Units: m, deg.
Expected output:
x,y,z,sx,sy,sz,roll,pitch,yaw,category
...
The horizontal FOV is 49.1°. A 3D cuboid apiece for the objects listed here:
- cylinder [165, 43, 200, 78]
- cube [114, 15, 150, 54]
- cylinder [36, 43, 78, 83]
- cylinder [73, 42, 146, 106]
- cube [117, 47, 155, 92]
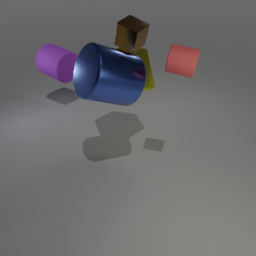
x,y,z,sx,sy,sz,roll,pitch,yaw,category
1.349,-1.667,6.938,0.700,0.700,0.700,16,34,9,cylinder
0.103,-2.686,8.018,0.700,0.700,0.700,29,49,14,cube
-3.111,-2.896,12.500,1.400,1.400,1.400,27,40,26,cylinder
-0.490,-1.347,7.253,1.400,1.400,1.400,6,24,-36,cylinder
-0.132,-1.804,9.339,1.400,1.400,1.400,-10,3,34,cube
